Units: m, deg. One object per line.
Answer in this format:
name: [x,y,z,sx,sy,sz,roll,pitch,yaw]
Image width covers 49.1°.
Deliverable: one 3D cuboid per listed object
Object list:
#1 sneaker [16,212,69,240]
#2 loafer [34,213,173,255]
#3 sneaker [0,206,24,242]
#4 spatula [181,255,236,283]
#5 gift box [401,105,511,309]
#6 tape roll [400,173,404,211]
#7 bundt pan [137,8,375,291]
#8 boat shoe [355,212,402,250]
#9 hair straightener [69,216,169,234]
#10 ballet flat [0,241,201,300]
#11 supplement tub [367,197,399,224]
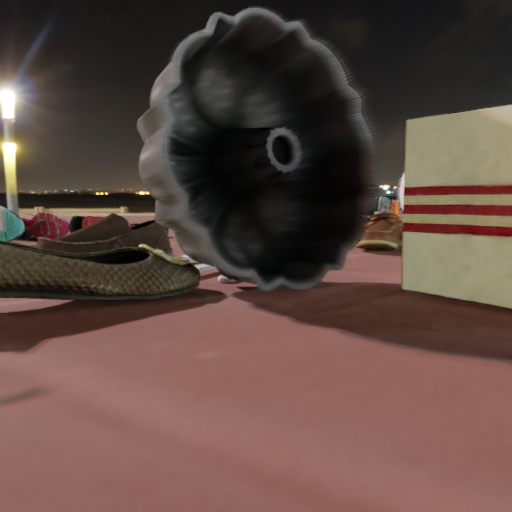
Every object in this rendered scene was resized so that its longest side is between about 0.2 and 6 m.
sneaker: [-5.185,-0.719,13.605,1.760,0.709,0.657,2,3,28]
loafer: [-2.172,-0.241,8.017,0.774,0.752,2.119,5,7,44]
sneaker: [-6.068,-0.711,12.621,2.469,0.958,1.126,4,2,23]
spatula: [-0.478,0.128,7.471,1.661,0.192,2.388,8,9,22]
gift box: [2.493,-0.572,4.853,1.908,2.068,1.931,-10,12,-33]
tape roll: [2.737,-0.734,6.828,1.880,1.880,0.657,0,33,2]
bundt pan: [-0.044,-1.015,6.003,2.856,2.856,1.072,-4,-2,-39]
boat shoe: [2.380,-0.489,10.719,0.769,0.722,2.137,2,4,23]
hair straightener: [-3.447,-0.744,14.285,1.161,0.617,3.017,4,7,37]
ballet flat: [-1.674,0.046,4.865,2.835,0.657,0.955,2,1,-40]
supplement tub: [3.618,-1.349,18.098,1.845,1.131,1.131,2,5,22]
